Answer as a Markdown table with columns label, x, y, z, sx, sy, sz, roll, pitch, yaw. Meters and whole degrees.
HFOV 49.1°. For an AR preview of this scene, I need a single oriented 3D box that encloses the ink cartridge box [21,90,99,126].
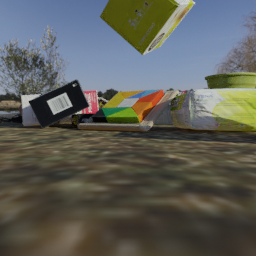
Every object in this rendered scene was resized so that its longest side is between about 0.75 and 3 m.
| label | x | y | z | sx | sy | sz | roll | pitch | yaw |
| --- | --- | --- | --- | --- | --- | --- | --- | --- | --- |
| ink cartridge box | -2.154 | -0.641 | 9.192 | 2.287 | 0.964 | 1.655 | -5 | 3 | -9 |

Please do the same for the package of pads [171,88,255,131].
| label | x | y | z | sx | sy | sz | roll | pitch | yaw |
| --- | --- | --- | --- | --- | --- | --- | --- | --- | --- |
| package of pads | 2.266 | -0.356 | 6.010 | 2.415 | 0.824 | 1.866 | -1 | 1 | -2 |

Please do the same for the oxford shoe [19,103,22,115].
| label | x | y | z | sx | sy | sz | roll | pitch | yaw |
| --- | --- | --- | --- | --- | --- | --- | --- | --- | --- |
| oxford shoe | -3.445 | -0.554 | 11.519 | 1.115 | 1.051 | 2.982 | -21 | -10 | 23 |

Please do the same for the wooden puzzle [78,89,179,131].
| label | x | y | z | sx | sy | sz | roll | pitch | yaw |
| --- | --- | --- | --- | --- | --- | --- | --- | --- | --- |
| wooden puzzle | 0.024 | -0.484 | 6.453 | 1.787 | 0.360 | 1.932 | 1 | 29 | 34 |

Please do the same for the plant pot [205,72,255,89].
| label | x | y | z | sx | sy | sz | roll | pitch | yaw |
| --- | --- | --- | --- | --- | --- | --- | --- | --- | --- |
| plant pot | 3.965 | -1.064 | 10.727 | 1.994 | 1.833 | 1.994 | -1 | 2 | 0 |

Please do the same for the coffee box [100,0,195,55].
| label | x | y | z | sx | sy | sz | roll | pitch | yaw |
| --- | --- | --- | --- | --- | --- | --- | --- | --- | --- |
| coffee box | 0.537 | -3.181 | 7.537 | 1.588 | 1.591 | 1.573 | -49 | -3 | 35 |

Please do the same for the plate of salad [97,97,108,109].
| label | x | y | z | sx | sy | sz | roll | pitch | yaw |
| --- | --- | --- | --- | --- | --- | --- | --- | --- | --- |
| plate of salad | -0.989 | -0.610 | 10.367 | 1.190 | 1.190 | 0.286 | 2 | 36 | 36 |

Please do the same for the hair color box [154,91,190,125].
| label | x | y | z | sx | sy | sz | roll | pitch | yaw |
| --- | --- | --- | --- | --- | --- | --- | --- | --- | --- |
| hair color box | 1.104 | -0.736 | 10.099 | 2.507 | 0.760 | 1.241 | 1 | 30 | 26 |

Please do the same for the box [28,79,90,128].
| label | x | y | z | sx | sy | sz | roll | pitch | yaw |
| --- | --- | --- | --- | --- | --- | --- | --- | --- | --- |
| box | -1.752 | -0.658 | 7.431 | 1.308 | 0.781 | 1.330 | -25 | 10 | -5 |

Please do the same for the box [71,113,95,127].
| label | x | y | z | sx | sy | sz | roll | pitch | yaw |
| --- | --- | --- | --- | --- | --- | --- | --- | --- | --- |
| box | -0.662 | -0.222 | 7.925 | 1.703 | 0.377 | 1.365 | -1 | 3 | -18 |

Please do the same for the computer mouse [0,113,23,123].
| label | x | y | z | sx | sy | sz | roll | pitch | yaw |
| --- | --- | --- | --- | --- | --- | --- | --- | --- | --- |
| computer mouse | -5.266 | -0.491 | 13.003 | 1.483 | 0.486 | 2.112 | -1 | 2 | -42 |
